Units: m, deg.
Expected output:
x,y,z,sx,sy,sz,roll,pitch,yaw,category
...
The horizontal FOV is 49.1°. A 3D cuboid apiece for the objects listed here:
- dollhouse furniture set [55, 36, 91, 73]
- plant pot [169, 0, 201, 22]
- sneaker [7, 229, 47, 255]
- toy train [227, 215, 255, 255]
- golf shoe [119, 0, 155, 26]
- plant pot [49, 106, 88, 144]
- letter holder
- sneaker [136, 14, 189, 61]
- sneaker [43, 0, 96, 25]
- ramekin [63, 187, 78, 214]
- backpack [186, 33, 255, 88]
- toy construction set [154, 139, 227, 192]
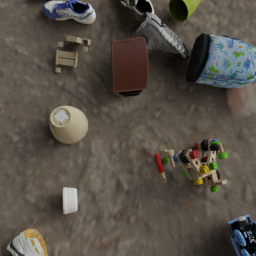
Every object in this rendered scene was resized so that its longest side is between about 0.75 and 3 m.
x,y,z,sx,sy,sz,roll,pitch,yaw,category
-1.957,-2.609,10.172,1.129,0.646,1.324,10,104,3,dollhouse furniture set
2.159,-4.557,10.234,0.996,0.932,0.932,-40,82,-20,plant pot
-2.888,4.441,8.682,1.076,0.928,2.454,-31,76,8,sneaker
3.740,3.714,8.531,0.922,1.215,2.127,-21,81,-6,toy train
0.324,-4.659,10.125,0.844,1.026,2.171,-38,81,-6,golf shoe
-2.044,-0.213,9.144,1.297,1.385,1.297,0,79,0,plant pot
0.191,-2.025,9.461,1.249,0.883,1.757,-4,84,20,letter holder
1.146,-2.952,10.026,2.096,0.787,1.211,40,125,-19,sneaker
-2.170,-4.374,10.143,1.986,0.875,0.748,8,81,2,sneaker
-1.852,2.321,9.001,0.435,0.829,0.829,-2,80,-11,ramekin
3.352,-2.183,9.509,2.218,1.706,1.810,20,81,-12,backpack
2.100,1.387,8.914,2.191,1.827,1.684,-14,92,18,toy construction set
